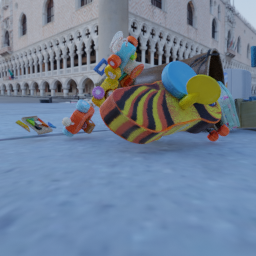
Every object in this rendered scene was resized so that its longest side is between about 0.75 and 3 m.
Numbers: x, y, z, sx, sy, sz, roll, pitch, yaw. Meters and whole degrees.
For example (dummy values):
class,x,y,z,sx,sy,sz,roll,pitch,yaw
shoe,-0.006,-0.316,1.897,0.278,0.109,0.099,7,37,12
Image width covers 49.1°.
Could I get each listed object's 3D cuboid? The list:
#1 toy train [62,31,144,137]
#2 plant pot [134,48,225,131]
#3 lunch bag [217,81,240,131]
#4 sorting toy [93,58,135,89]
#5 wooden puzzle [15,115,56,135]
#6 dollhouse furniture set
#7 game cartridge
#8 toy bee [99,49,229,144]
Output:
class,x,y,z,sx,sy,sz,roll,pitch,yaw
toy train,-0.395,-0.769,5.667,0.633,2.275,1.709,35,22,1
plant pot,1.374,-0.926,7.452,2.023,2.044,2.044,-1,5,30
lunch bag,2.308,-0.498,6.742,0.431,1.118,0.897,-26,31,8
sorting toy,-0.253,-1.353,8.310,0.317,1.310,2.326,47,-6,24
wooden puzzle,-1.734,-0.072,5.373,0.524,0.091,0.777,38,19,7
dollhouse furniture set,3.845,-1.170,7.007,1.608,2.295,1.618,-2,0,-16
game cartridge,2.949,-1.150,9.592,0.502,1.609,2.416,8,-10,-44
toy bee,1.040,-0.370,4.787,2.879,1.565,1.885,-32,-7,-16
